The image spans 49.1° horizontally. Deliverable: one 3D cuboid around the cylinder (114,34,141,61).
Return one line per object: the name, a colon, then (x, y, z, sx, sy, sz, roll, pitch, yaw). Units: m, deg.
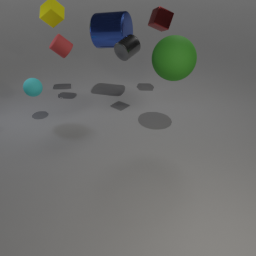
cylinder: (-0.025, -2.876, 10.030, 0.700, 0.700, 0.700, 25, 55, 36)

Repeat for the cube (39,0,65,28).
cube: (-3.049, -4.641, 11.271, 0.700, 0.700, 0.700, -23, 58, 30)

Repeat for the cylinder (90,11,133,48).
cylinder: (-0.657, -4.030, 11.551, 1.400, 1.400, 1.400, 4, 29, 19)

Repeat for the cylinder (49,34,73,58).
cylinder: (-2.697, -3.304, 11.307, 0.700, 0.700, 0.700, 33, 16, -28)

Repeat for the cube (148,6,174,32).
cube: (1.336, -4.446, 11.467, 0.700, 0.700, 0.700, 16, 6, -21)

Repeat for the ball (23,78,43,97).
ball: (-3.577, -1.528, 10.536, 0.700, 0.700, 0.700, 0, 30, 0)

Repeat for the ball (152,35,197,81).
ball: (1.445, -2.185, 8.802, 1.400, 1.400, 1.400, 0, 30, 0)
